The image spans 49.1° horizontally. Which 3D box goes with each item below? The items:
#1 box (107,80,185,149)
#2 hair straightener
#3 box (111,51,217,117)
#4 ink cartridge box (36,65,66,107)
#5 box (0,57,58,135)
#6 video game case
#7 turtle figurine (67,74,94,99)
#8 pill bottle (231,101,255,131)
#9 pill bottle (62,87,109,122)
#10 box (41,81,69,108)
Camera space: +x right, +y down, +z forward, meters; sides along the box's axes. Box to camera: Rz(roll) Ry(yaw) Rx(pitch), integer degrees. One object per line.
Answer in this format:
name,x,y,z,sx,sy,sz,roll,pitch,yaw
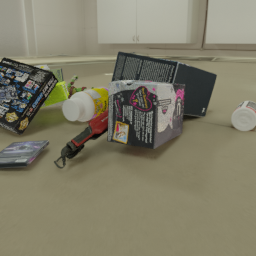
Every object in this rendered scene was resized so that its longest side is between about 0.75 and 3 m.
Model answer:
box,0.578,-0.463,7.281,1.302,1.500,2.270,7,11,25
hair straightener,-1.012,0.337,6.694,0.460,0.865,2.248,39,39,1
box,1.170,-1.588,10.082,2.220,1.601,2.991,3,16,-43
ink cartridge box,-3.333,-1.503,10.475,1.863,1.841,0.438,-11,51,-14
box,-3.508,-1.042,8.466,2.066,0.513,2.051,19,68,20
video game case,-2.530,0.587,6.502,0.969,0.129,1.357,-4,16,6
turtle figurine,-2.071,-1.686,12.078,1.437,1.067,1.482,20,11,15
pill bottle,3.785,-0.443,8.911,0.746,0.746,1.348,10,23,28
pill bottle,-1.338,-0.800,9.631,1.003,1.003,1.924,10,21,29
box,-3.324,-0.934,9.595,2.516,0.600,1.534,-18,16,-5
